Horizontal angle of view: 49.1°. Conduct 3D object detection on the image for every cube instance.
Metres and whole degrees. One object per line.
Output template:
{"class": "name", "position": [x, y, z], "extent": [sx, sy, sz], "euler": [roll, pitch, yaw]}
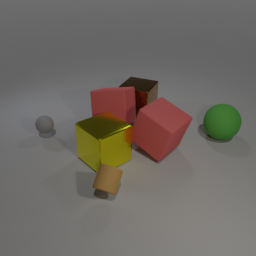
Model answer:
{"class": "cube", "position": [-0.546, -0.867, 11.166], "extent": [1.400, 1.400, 1.400], "euler": [0, 13, 17]}
{"class": "cube", "position": [1.133, 0.011, 9.816], "extent": [1.400, 1.400, 1.400], "euler": [37, 43, 21]}
{"class": "cube", "position": [0.468, -1.354, 12.669], "extent": [1.400, 1.400, 1.400], "euler": [13, 33, 20]}
{"class": "cube", "position": [-0.819, 0.467, 9.596], "extent": [1.400, 1.400, 1.400], "euler": [-23, 38, -35]}

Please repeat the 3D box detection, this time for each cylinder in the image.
{"class": "cylinder", "position": [-0.571, 1.453, 7.963], "extent": [0.700, 0.700, 0.700], "euler": [12, 74, 20]}

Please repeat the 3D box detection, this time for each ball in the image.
{"class": "ball", "position": [3.633, -0.241, 10.816], "extent": [1.400, 1.400, 1.400], "euler": [0, 31, 0]}
{"class": "ball", "position": [-3.237, -0.143, 10.880], "extent": [0.700, 0.700, 0.700], "euler": [0, 31, 0]}
